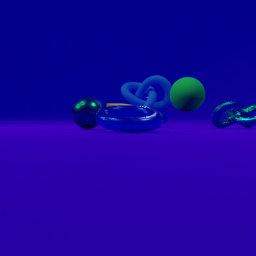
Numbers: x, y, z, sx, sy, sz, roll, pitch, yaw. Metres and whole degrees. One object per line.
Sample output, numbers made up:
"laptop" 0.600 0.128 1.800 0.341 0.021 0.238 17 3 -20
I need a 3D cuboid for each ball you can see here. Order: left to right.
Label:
"ball" -1.041 -0.376 7.209 0.814 0.814 0.814 0 2 0
"ball" 1.740 -0.973 8.215 1.007 1.007 1.007 0 2 0

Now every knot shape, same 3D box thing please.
"knot shape" 0.678 -1.045 9.221 1.625 1.736 0.802 -20 -33 13
"knot shape" 3.029 -0.356 7.871 1.399 0.691 1.495 0 -4 -12

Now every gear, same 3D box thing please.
"gear" 0.425 -0.740 11.210 0.224 1.214 1.214 41 -12 -16

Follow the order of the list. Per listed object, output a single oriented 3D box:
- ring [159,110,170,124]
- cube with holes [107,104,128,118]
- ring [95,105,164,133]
"ring" 0.990 -0.467 12.217 1.697 0.339 1.697 0 -15 0
"cube with holes" -0.398 -0.655 13.180 0.904 0.904 0.904 -3 10 -35
"ring" 0.033 -0.212 5.740 1.395 0.279 1.395 2 17 -1
